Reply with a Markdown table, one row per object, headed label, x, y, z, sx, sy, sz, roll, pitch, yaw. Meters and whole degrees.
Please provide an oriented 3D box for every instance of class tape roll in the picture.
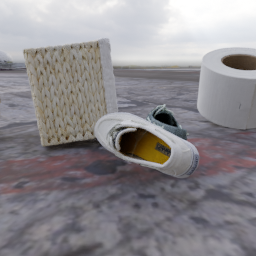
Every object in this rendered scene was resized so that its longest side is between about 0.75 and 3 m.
| label | x | y | z | sx | sy | sz | roll | pitch | yaw |
| --- | --- | --- | --- | --- | --- | --- | --- | --- | --- |
| tape roll | 3.689 | -1.399 | 9.316 | 2.602 | 1.787 | 2.602 | -2 | 36 | 2 |

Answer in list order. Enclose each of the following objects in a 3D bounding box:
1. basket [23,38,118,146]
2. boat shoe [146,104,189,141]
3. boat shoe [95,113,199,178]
| label | x | y | z | sx | sy | sz | roll | pitch | yaw |
| --- | --- | --- | --- | --- | --- | --- | --- | --- | --- |
| basket | -1.617 | -1.014 | 7.831 | 2.079 | 2.585 | 2.561 | -12 | 15 | -17 |
| boat shoe | 0.974 | -0.086 | 6.899 | 1.036 | 0.879 | 2.845 | 11 | 22 | -2 |
| boat shoe | 0.051 | 0.207 | 5.281 | 0.898 | 0.912 | 2.571 | 22 | 3 | -45 |
